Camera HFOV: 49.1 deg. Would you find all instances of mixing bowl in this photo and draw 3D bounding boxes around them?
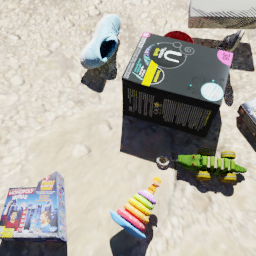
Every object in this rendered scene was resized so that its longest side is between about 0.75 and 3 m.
[{"bbox_3d":[1.722,-2.786,10.072,1.222,0.662,1.222,0,76,2],"label":"mixing bowl"}]

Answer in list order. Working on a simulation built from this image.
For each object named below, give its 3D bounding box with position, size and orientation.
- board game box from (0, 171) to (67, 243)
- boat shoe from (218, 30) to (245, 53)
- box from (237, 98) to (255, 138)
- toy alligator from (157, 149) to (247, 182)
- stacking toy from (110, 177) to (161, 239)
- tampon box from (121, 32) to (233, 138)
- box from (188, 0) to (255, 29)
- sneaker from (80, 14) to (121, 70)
[{"bbox_3d":[-2.282,1.986,7.163,1.692,0.522,1.691,-4,55,13],"label":"board game box"},{"bbox_3d":[3.369,-2.831,9.273,0.494,1.524,0.548,31,88,5],"label":"boat shoe"},{"bbox_3d":[4.728,0.219,8.216,1.588,0.501,2.886,-22,63,-6],"label":"box"},{"bbox_3d":[2.064,0.993,7.772,2.523,0.606,0.836,4,69,5],"label":"toy alligator"},{"bbox_3d":[0.355,1.821,6.821,0.864,0.817,1.489,15,64,53],"label":"stacking toy"},{"bbox_3d":[1.447,-1.328,8.598,2.799,1.767,2.098,16,60,10],"label":"tampon box"},{"bbox_3d":[3.472,-4.154,10.083,2.513,1.033,0.859,2,86,8],"label":"box"},{"bbox_3d":[-0.665,-3.110,10.004,1.071,0.966,2.614,4,60,36],"label":"sneaker"}]
